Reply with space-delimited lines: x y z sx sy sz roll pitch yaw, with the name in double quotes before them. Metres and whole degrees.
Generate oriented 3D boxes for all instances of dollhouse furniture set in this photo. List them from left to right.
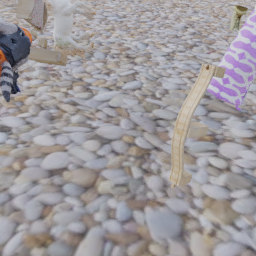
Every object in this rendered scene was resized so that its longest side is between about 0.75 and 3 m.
"dollhouse furniture set" -2.098 -2.845 7.548 1.032 2.114 1.803 8 5 2

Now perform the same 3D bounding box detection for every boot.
"boot" 4.196 -4.143 10.678 0.420 0.902 1.166 5 30 4

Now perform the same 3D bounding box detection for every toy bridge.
"toy bridge" 0.954 0.026 4.267 0.273 2.006 0.674 25 18 37

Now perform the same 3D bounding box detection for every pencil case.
"pencil case" 2.546 -1.481 5.904 0.952 2.226 0.934 33 22 14

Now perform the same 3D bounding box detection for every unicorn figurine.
"unicorn figurine" -1.930 -3.511 8.867 1.813 2.640 0.975 5 21 -8

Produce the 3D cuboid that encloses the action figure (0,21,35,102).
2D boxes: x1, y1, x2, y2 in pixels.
"action figure" -2.452 -1.245 5.778 1.124 2.150 2.079 6 56 10
